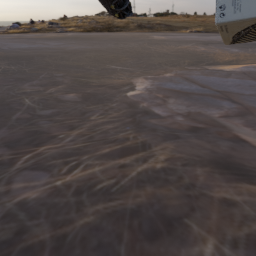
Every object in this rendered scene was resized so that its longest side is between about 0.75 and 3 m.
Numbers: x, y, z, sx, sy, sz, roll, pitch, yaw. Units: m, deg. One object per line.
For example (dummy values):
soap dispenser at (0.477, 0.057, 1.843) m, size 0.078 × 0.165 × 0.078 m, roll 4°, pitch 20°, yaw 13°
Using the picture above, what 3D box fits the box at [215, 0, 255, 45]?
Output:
box at (2.871, -2.127, 4.671) m, size 2.589 × 0.885 × 1.064 m, roll 1°, pitch -6°, yaw 30°

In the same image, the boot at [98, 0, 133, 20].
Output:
boot at (-0.298, -2.199, 3.731) m, size 0.725 × 1.824 × 2.095 m, roll -34°, pitch 56°, yaw 2°
